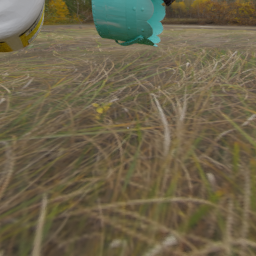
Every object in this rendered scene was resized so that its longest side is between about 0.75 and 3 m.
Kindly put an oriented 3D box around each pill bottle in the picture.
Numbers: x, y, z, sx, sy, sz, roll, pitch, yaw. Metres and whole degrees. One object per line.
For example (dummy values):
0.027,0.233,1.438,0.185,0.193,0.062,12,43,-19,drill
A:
-2.204,-2.088,4.674,1.560,1.560,2.730,-8,12,-16,pill bottle

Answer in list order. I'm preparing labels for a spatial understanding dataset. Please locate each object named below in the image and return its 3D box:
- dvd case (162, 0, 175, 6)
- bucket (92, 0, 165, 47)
1.025,-2.156,3.031,1.876,0.201,2.522,-36,8,21,dvd case
0.127,-3.511,7.733,1.635,2.512,2.512,9,25,12,bucket
